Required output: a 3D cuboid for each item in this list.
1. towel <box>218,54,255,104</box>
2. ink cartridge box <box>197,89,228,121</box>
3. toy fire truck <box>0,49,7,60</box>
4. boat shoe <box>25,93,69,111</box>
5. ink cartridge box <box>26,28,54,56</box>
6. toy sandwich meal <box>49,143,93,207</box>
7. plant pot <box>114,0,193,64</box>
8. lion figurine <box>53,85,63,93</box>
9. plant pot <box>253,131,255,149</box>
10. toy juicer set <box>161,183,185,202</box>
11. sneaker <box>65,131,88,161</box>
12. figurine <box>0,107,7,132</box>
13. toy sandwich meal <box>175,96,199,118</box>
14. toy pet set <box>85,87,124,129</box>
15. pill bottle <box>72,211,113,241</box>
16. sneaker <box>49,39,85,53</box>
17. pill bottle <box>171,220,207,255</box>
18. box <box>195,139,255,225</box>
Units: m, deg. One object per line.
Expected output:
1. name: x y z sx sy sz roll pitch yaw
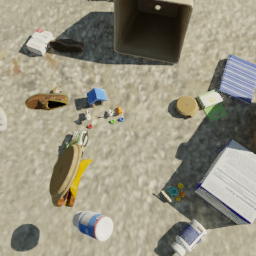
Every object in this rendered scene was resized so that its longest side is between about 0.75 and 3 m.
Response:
1. towel: 4.709 -2.096 11.854 1.469 0.242 2.029 23 67 2
2. ink cartridge box: 3.486 -0.936 11.450 0.840 0.277 1.155 -21 68 -9
3. toy fire truck: -5.773 -2.953 11.815 0.886 1.213 1.378 -3 53 0
4. boat shoe: -1.952 -0.610 6.692 1.054 0.379 0.358 -11 40 0
5. ink cartridge box: -3.915 -3.839 12.510 0.758 0.428 1.033 23 70 9
6. toy sandwich meal: -1.507 1.245 7.334 0.594 1.734 1.734 27 67 -25
7. plant pot: 1.124 -4.884 11.773 2.909 2.912 2.578 12 59 5
8. lion figurine: -3.010 -1.417 11.659 0.514 0.304 0.839 -9 54 5
9. plant pot: 5.830 -0.441 10.083 2.973 2.973 2.593 0 51 0
10. toy juicer set: 1.666 2.398 10.157 0.869 0.237 0.553 -18 85 -13
11. sneaker: -2.085 0.802 10.643 0.733 0.636 1.655 12 62 16
12. figurine: -6.284 -0.786 10.928 2.516 1.110 2.578 -18 80 1
13. toy sandwich meal: 2.400 -0.861 11.400 0.988 0.338 0.988 -1 66 3
14. toy pet set: -1.031 -0.860 11.131 1.487 0.789 1.388 -14 69 -6
15. pill bottle: -1.021 2.687 7.835 1.152 0.647 0.647 1 61 44
16. sneaker: -2.702 -3.713 12.498 1.537 0.541 0.581 12 51 0
17. pill bottle: 2.023 3.702 9.386 1.162 0.645 0.645 -40 74 -15
18. box: 3.794 1.907 9.836 1.980 1.129 2.152 36 72 13
